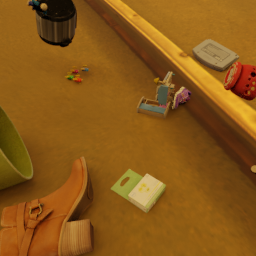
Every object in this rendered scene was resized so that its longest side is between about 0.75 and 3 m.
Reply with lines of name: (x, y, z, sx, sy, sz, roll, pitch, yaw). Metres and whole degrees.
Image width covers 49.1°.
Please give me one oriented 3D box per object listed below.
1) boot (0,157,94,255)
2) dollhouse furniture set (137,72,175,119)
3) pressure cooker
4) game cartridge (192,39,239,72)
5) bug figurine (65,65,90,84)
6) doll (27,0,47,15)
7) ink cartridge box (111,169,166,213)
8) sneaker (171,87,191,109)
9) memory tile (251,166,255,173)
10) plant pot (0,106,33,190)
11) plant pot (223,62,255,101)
boot: (-1.907, 1.901, 6.854, 2.073, 1.024, 2.670, -7, 51, -1)
dollhouse furniture set: (1.008, -1.376, 9.697, 1.040, 1.594, 1.505, 15, 45, 14)
pressure cooker: (-2.539, -3.699, 9.845, 1.405, 1.573, 1.383, 10, 58, -7)
game cartridge: (3.771, -3.199, 12.326, 1.203, 0.365, 1.804, -33, 54, -15)
bug figurine: (-2.082, -2.211, 11.533, 0.825, 0.274, 1.064, 9, 48, 18)
doll: (-2.568, -3.456, 7.945, 0.890, 0.607, 0.216, 30, 83, 40)
ink cartridge box: (0.267, 1.591, 7.539, 1.227, 0.294, 0.893, 29, 51, 25)
sneaker: (1.973, -1.085, 10.212, 0.514, 0.497, 1.232, 27, 49, 18)
memory tile: (4.009, 1.274, 7.875, 0.675, 0.074, 0.881, -33, 50, -4)
plant pot: (-4.299, 0.809, 7.072, 2.747, 2.570, 2.570, -28, 49, -8)
plant pot: (2.802, -1.164, 6.832, 0.751, 0.824, 0.824, 20, 45, 0)
